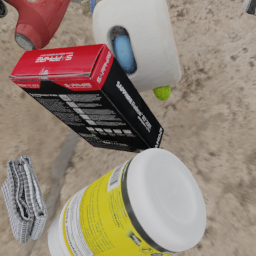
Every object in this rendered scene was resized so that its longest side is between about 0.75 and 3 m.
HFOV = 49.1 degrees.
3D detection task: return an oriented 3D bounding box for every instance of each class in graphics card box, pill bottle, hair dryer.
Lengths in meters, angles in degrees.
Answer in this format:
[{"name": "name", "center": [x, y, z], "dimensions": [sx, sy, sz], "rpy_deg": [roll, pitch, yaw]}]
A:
[{"name": "graphics card box", "center": [-0.536, -0.353, 4.966], "dimensions": [1.624, 2.589, 0.658], "rpy_deg": [4, 63, 31]}, {"name": "pill bottle", "center": [-0.182, 1.537, 4.673], "dimensions": [1.486, 2.643, 1.486], "rpy_deg": [29, 42, -30]}, {"name": "hair dryer", "center": [-2.216, -2.553, 5.564], "dimensions": [2.672, 0.726, 2.035], "rpy_deg": [-20, 106, -39]}]

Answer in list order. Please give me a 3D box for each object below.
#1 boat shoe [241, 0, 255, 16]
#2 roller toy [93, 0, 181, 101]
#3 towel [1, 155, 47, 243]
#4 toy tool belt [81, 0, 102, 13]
[{"name": "boat shoe", "center": [3.333, -3.415, 6.941], "dimensions": [0.574, 1.695, 0.608], "rpy_deg": [37, 79, 15]}, {"name": "roller toy", "center": [0.185, -1.843, 6.072], "dimensions": [1.601, 2.089, 2.290], "rpy_deg": [-12, 66, 13]}, {"name": "towel", "center": [-1.965, 1.328, 5.213], "dimensions": [0.575, 1.112, 1.343], "rpy_deg": [-11, 56, -29]}, {"name": "toy tool belt", "center": [-0.599, -3.657, 6.568], "dimensions": [1.468, 2.388, 1.491], "rpy_deg": [14, 60, 11]}]
